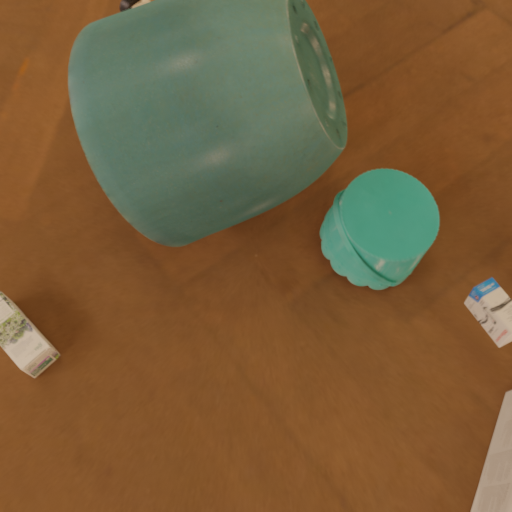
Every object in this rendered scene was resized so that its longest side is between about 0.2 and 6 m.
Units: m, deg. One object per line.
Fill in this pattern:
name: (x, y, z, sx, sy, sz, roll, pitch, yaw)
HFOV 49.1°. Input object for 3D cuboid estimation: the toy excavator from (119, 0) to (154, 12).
toy excavator: (-1.412, -4.078, 10.208, 0.917, 1.836, 1.785, 36, 68, 22)

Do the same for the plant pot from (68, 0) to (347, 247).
plant pot: (-0.358, -2.147, 7.944, 2.796, 3.485, 3.485, -15, 62, 23)

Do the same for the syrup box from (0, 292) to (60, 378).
syrup box: (-3.645, 1.202, 8.551, 1.308, 0.533, 0.515, 41, 71, 17)

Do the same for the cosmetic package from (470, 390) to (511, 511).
cosmetic package: (3.379, 3.310, 7.062, 0.874, 1.425, 3.451, 23, 67, 12)

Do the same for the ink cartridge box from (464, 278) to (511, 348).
ink cartridge box: (3.271, 0.779, 7.642, 0.330, 0.571, 0.782, -26, 62, -10)

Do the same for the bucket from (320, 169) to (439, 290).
bucket: (1.915, -0.434, 8.756, 1.768, 1.151, 1.768, 2, 70, -4)
